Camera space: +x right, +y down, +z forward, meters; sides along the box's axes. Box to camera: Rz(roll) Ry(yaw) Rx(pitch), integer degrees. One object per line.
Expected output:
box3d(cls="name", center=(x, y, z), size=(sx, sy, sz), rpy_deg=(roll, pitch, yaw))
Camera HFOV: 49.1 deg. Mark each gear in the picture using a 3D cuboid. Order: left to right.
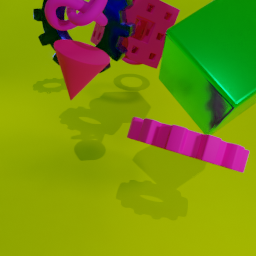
box3d(cls="gear", center=(-0.887, -2.122, 5.596), size=(2.050, 2.050, 0.379), rpy_deg=(11, 28, 16))
box3d(cls="gear", center=(0.781, 0.223, 3.825), size=(1.570, 0.290, 1.570), rpy_deg=(17, -2, 1))

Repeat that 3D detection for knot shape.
box3d(cls="knot shape", center=(-0.720, -1.900, 4.577), size=(1.064, 0.492, 0.996), rpy_deg=(0, 18, 21))

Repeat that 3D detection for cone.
box3d(cls="cone", center=(-0.863, -0.856, 4.703), size=(0.919, 0.922, 0.919), rpy_deg=(16, 31, -10))

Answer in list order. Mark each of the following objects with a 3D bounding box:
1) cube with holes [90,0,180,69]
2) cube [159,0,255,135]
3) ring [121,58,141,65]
box3d(cls="cube with holes", center=(0.092, -2.443, 6.755), size=(1.394, 1.394, 1.394), rpy_deg=(13, 19, -26))
box3d(cls="cube", center=(1.413, -0.916, 4.142), size=(1.341, 1.341, 1.341), rpy_deg=(-34, 75, -9))
box3d(cls="ring", center=(0.330, -2.886, 9.607), size=(1.544, 0.309, 1.544), rpy_deg=(-3, 76, 12))
